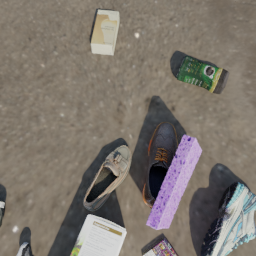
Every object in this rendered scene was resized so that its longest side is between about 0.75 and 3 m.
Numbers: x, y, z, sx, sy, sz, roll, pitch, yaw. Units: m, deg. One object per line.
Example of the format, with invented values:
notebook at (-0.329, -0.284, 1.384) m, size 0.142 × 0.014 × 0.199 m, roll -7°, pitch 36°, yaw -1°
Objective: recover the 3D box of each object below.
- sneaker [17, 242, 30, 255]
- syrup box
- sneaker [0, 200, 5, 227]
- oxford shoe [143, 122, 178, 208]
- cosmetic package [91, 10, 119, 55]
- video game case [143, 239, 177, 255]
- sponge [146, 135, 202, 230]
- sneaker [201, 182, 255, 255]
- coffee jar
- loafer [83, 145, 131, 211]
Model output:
sneaker at (-2.586, 3.691, 7.388) m, size 0.701 × 0.465 × 1.232 m, roll 5°, pitch 73°, yaw 1°
syrup box at (-1.005, 3.687, 7.032) m, size 1.114 × 1.077 × 2.735 m, roll 19°, pitch 69°, yaw 8°
sneaker at (-4.381, 2.658, 7.696) m, size 1.971 × 0.655 × 0.892 m, roll -14°, pitch 65°, yaw -8°
oxford shoe at (1.042, 0.953, 8.228) m, size 0.952 × 0.973 × 2.669 m, roll 8°, pitch 68°, yaw 3°
cosmetic package at (-0.823, -3.521, 10.311) m, size 0.840 × 0.567 × 1.597 m, roll 5°, pitch 68°, yaw 2°
video game case at (0.952, 3.603, 7.571) m, size 0.789 × 0.156 × 0.870 m, roll -33°, pitch 71°, yaw -13°
sponge at (1.271, 1.473, 7.395) m, size 0.363 × 1.358 × 2.435 m, roll 20°, pitch 79°, yaw 26°
sneaker at (2.868, 2.773, 7.483) m, size 1.117 × 1.005 × 2.589 m, roll 30°, pitch 71°, yaw 8°
coffee jar at (2.547, -1.783, 9.515) m, size 1.636 × 0.698 × 0.853 m, roll 23°, pitch 67°, yaw 10°
loafer at (-0.558, 1.408, 8.193) m, size 0.789 × 0.690 × 2.195 m, roll 29°, pitch 70°, yaw 11°
